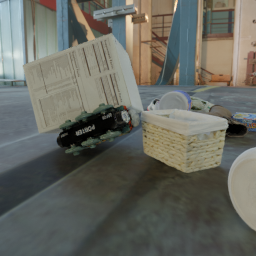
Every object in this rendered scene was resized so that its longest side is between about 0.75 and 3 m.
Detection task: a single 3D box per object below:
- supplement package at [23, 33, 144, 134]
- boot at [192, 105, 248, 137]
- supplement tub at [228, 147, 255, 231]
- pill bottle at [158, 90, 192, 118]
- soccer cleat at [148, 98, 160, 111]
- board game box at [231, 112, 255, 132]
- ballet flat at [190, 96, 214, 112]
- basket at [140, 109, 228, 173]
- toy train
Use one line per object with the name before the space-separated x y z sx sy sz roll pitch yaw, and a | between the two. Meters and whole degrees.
supplement package | -1.277 -1.201 8.868 2.859 2.154 2.169 -16 -4 11
boot | 3.597 -0.189 10.434 2.657 0.933 1.943 -4 19 -31
supplement tub | 2.514 0.791 4.124 1.776 1.247 1.247 -7 13 -29
pill bottle | 2.377 -1.140 13.613 1.356 1.356 2.420 4 11 19
soccer cleat | 1.469 -1.137 14.757 0.721 0.895 2.101 -1 12 -4
board game box | 5.571 -0.192 11.043 2.748 0.473 1.860 6 13 27
ballet flat | 3.510 -1.238 14.712 0.992 0.992 2.857 -5 15 -22
basket | 1.312 0.239 6.993 1.306 1.189 1.927 -6 13 -29
toy train | -0.800 0.024 7.418 2.311 0.985 1.317 -21 -7 30
